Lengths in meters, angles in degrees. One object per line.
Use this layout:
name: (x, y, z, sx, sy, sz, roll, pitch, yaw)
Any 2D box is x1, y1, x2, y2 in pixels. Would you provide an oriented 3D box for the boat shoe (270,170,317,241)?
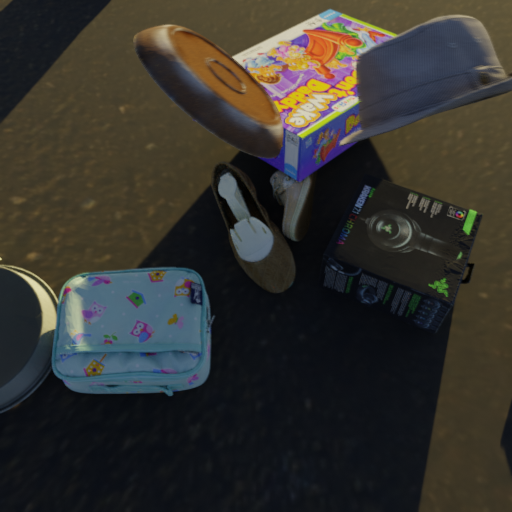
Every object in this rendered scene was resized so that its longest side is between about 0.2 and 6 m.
boat shoe: (0.632, -1.183, 9.953, 0.750, 0.833, 2.309, 4, 51, 10)

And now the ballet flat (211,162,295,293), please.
ballet flat: (-0.173, -0.598, 9.382, 0.903, 0.963, 2.663, -27, 59, 10)

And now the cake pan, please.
cake pan: (-4.202, 1.174, 8.393, 2.478, 0.454, 2.478, 1, 64, -1)

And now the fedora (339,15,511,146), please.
fedora: (2.071, -2.268, 7.048, 2.400, 2.123, 1.084, -20, 98, -13)

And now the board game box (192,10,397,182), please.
board game box: (1.165, -3.276, 10.765, 2.746, 0.914, 4.084, 35, 56, 28)

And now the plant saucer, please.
plant saucer: (-0.424, -1.973, 6.471, 2.091, 0.335, 2.091, 34, 29, -22)

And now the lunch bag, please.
lunch bag: (-1.763, 1.141, 8.329, 2.319, 0.894, 1.860, -2, 57, -2)

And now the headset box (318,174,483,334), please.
headset box: (2.378, -0.044, 9.047, 2.168, 1.006, 1.887, 23, 59, 14)
